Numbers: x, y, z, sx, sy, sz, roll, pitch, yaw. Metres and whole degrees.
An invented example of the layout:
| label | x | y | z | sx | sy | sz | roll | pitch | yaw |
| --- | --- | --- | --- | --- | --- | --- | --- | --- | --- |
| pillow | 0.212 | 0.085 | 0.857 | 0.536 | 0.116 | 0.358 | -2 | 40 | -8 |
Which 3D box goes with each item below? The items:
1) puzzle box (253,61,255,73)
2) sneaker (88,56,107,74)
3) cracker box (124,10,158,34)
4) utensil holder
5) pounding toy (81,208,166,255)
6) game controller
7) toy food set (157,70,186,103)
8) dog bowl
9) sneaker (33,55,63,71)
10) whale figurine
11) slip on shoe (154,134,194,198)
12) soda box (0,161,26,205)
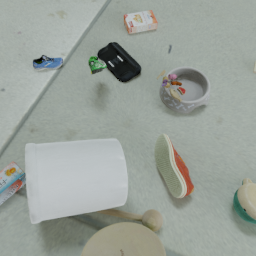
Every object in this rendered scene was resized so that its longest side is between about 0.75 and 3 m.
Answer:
| label | x | y | z | sx | sy | sz | roll | pitch | yaw |
| --- | --- | --- | --- | --- | --- | --- | --- | --- | --- |
| puzzle box | 5.979 | -2.540 | 12.124 | 1.011 | 0.128 | 0.672 | 17 | 60 | 10 |
| sneaker | -1.172 | -2.472 | 10.642 | 0.555 | 0.606 | 1.423 | -16 | 18 | 6 |
| cracker box | 0.594 | -5.122 | 13.497 | 1.442 | 0.416 | 0.966 | -14 | 60 | -7 |
| utensil holder | -1.532 | 1.447 | 8.224 | 2.622 | 2.229 | 2.229 | -4 | 58 | -17 |
| pounding toy | -0.052 | 3.751 | 7.903 | 2.282 | 1.372 | 2.957 | -1 | 31 | 9 |
| game controller | -0.409 | -2.915 | 12.247 | 1.141 | 0.461 | 2.187 | -38 | 65 | -4 |
| toy food set | 1.727 | -1.647 | 10.560 | 1.282 | 0.202 | 0.815 | 42 | 60 | -4 |
| dog bowl | 2.319 | -1.596 | 11.250 | 2.087 | 0.612 | 2.087 | 0 | 60 | 0 |
| sneaker | -3.454 | -2.841 | 12.046 | 1.297 | 0.578 | 0.509 | -13 | 60 | -8 |
| whale figurine | 4.114 | 2.303 | 8.909 | 1.877 | 0.974 | 1.493 | -17 | 60 | -38 |
| slip on shoe | 1.540 | 1.248 | 9.560 | 0.736 | 0.890 | 2.404 | 7 | 47 | -34 |
| soda box | -4.239 | 2.038 | 9.097 | 0.676 | 0.629 | 1.977 | 39 | 67 | 20 |
